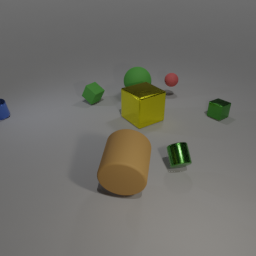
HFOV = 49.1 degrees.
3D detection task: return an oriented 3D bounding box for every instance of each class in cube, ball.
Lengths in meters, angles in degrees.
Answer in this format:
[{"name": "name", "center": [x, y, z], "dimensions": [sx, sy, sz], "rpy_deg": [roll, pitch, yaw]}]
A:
[{"name": "cube", "center": [4.065, -0.839, 12.530], "dimensions": [0.700, 0.700, 0.700], "rpy_deg": [-20, 35, -35]}, {"name": "ball", "center": [0.481, -2.381, 14.134], "dimensions": [1.400, 1.400, 1.400], "rpy_deg": [0, 31, 0]}, {"name": "cube", "center": [-1.702, -1.711, 13.709], "dimensions": [0.700, 0.700, 0.700], "rpy_deg": [42, 41, 12]}, {"name": "ball", "center": [2.203, -2.441, 14.204], "dimensions": [0.700, 0.700, 0.700], "rpy_deg": [0, 31, 0]}, {"name": "cube", "center": [0.647, -1.026, 12.198], "dimensions": [1.400, 1.400, 1.400], "rpy_deg": [-19, 36, -29]}]

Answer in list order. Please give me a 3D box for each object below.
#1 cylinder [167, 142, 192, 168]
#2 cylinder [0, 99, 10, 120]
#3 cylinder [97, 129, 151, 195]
[{"name": "cylinder", "center": [1.676, 0.896, 9.201], "dimensions": [0.700, 0.700, 0.700], "rpy_deg": [-6, 71, -11]}, {"name": "cylinder", "center": [-5.708, -0.829, 12.443], "dimensions": [0.700, 0.700, 0.700], "rpy_deg": [-2, 43, 2]}, {"name": "cylinder", "center": [-0.073, 0.989, 8.167], "dimensions": [1.400, 1.400, 1.400], "rpy_deg": [5, 41, 8]}]
